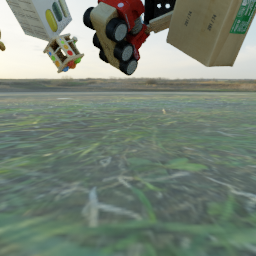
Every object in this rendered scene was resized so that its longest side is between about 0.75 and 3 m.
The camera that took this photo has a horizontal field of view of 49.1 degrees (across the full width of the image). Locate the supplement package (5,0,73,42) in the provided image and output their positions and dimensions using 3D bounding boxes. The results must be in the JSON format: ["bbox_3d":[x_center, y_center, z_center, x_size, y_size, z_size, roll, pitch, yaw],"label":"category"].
[{"bbox_3d":[-2.700,-3.704,8.515,1.203,1.212,1.597,22,-25,21],"label":"supplement package"}]

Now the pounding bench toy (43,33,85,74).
[{"bbox_3d":[-1.483,-1.917,7.161,0.609,0.765,0.980,-34,2,45],"label":"pounding bench toy"}]

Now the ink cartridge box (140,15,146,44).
[{"bbox_3d":[-0.075,-3.895,10.323,1.239,1.707,0.712,-12,-24,3],"label":"ink cartridge box"}]

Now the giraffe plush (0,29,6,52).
[{"bbox_3d":[-3.857,-2.446,6.838,1.819,1.569,1.475,-23,-31,4],"label":"giraffe plush"}]

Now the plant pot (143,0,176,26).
[{"bbox_3d":[1.394,-4.354,9.792,1.541,1.537,1.367,4,18,8],"label":"plant pot"}]

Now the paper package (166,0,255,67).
[{"bbox_3d":[2.342,-3.127,7.969,1.162,2.246,2.141,-11,41,-31],"label":"paper package"}]

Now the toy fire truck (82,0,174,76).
[{"bbox_3d":[0.330,-3.230,8.676,1.718,2.670,2.351,34,-14,26],"label":"toy fire truck"}]
